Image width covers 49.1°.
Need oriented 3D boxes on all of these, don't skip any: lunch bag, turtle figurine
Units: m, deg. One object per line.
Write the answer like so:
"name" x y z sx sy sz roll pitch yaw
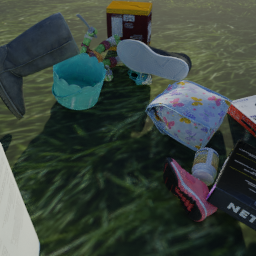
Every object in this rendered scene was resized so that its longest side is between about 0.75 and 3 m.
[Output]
"lunch bag" 1.725 -0.468 8.204 1.943 1.235 1.647 31 49 19
"turtle figurine" -0.878 -2.774 10.488 1.832 2.545 2.468 44 45 11

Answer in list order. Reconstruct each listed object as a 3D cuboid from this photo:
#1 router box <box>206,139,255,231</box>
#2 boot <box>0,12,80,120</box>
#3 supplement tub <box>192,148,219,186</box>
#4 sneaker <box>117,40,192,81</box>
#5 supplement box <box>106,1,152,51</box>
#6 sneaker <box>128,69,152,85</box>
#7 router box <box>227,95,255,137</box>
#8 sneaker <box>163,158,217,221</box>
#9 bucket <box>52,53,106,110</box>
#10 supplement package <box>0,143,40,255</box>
"router box" 3.120 1.456 5.986 2.375 0.606 1.771 30 46 18
"boot" -2.699 -1.796 8.372 2.688 2.444 0.975 -33 41 -21
"supplement tub" 1.906 0.955 6.916 0.597 0.597 0.825 13 41 15
"sneaker" 1.031 -2.504 10.361 2.905 1.027 1.441 25 24 21
"supplement box" 0.086 -4.590 12.732 1.856 1.881 1.249 7 40 9
"sneaker" 0.313 -2.228 10.767 0.711 0.692 1.786 -16 43 -13
"router box" 4.244 -0.448 8.794 1.652 0.403 1.482 -14 41 -17
"sneaker" 1.421 1.366 6.528 0.730 0.621 1.684 -9 46 -27
"bucket" -1.650 -1.529 9.241 1.793 1.167 1.793 10 46 -10
"supplement package" -2.621 1.996 3.876 2.093 2.779 2.109 -5 39 -7
